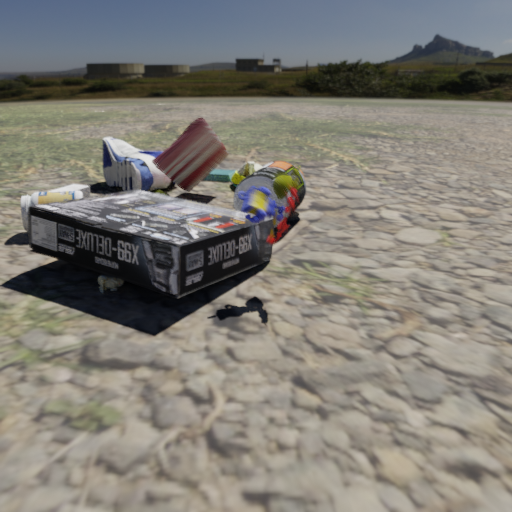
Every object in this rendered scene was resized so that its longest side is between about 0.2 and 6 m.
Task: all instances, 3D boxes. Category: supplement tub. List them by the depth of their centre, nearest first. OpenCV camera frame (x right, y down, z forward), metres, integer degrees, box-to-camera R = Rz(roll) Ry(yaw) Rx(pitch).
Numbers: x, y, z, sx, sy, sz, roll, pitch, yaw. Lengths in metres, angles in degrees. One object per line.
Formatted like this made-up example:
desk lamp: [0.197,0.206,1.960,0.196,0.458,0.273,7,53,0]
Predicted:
supplement tub: [-4.398,-0.953,12.194,1.239,0.896,0.896,-4,20,-14]
supplement tub: [0.407,-1.469,13.037,1.299,1.299,2.120,7,21,19]

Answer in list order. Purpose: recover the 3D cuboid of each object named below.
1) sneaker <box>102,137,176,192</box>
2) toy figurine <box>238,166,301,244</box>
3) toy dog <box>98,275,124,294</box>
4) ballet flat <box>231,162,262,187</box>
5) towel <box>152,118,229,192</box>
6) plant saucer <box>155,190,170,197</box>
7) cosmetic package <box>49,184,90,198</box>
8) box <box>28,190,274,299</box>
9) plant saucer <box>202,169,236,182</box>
sneaker: [-3.242,-2.530,16.315,1.818,1.272,3.148,-9,28,-33]
toy figurine: [0.134,-0.965,9.030,0.826,0.727,1.379,21,60,-15]
toy dog: [-2.411,0.442,9.343,0.405,0.283,0.393,-6,20,-29]
ballet flat: [-0.087,-2.221,15.809,0.809,0.811,2.421,-7,21,-19]
towel: [-1.652,-2.580,14.656,0.262,1.661,2.306,49,3,17]
plant saucer: [-2.171,-1.266,13.496,0.696,0.167,0.695,32,-19,-19]
cosmetic package: [-4.552,-1.252,13.357,0.535,0.678,1.261,10,21,24]
box: [-1.883,-0.411,10.289,3.556,0.885,2.804,14,19,29]
plant saucer: [-1.956,-2.604,17.710,2.735,0.259,0.956,6,21,14]
